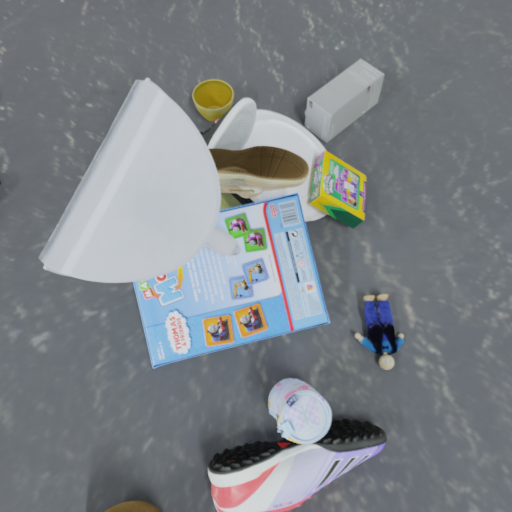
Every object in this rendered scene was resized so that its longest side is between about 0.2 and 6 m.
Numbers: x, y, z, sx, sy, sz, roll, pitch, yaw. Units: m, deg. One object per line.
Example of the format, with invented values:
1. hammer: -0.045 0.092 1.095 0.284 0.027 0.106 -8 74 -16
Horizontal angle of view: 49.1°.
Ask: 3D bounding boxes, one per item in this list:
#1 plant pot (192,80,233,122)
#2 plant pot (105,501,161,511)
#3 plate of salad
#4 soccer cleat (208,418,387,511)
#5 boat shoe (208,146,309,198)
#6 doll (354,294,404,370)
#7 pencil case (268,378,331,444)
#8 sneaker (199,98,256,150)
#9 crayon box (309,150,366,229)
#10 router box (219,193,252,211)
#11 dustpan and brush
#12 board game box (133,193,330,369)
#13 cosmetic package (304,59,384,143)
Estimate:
1. plant pot: -0.915 -3.292 12.201 0.877 0.623 0.877 0 62 1
2. plant pot: -1.878 4.072 7.847 1.303 1.398 1.303 0 61 -1
3. plate of salad: 0.462 -1.774 11.143 2.679 0.643 2.679 15 56 -24
4. soccer cleat: 0.704 3.299 8.640 2.868 0.978 1.049 -10 95 -17
5. boat shoe: -0.118 -1.261 8.775 1.959 0.636 0.707 4 54 15
6. doll: 2.177 1.358 9.893 0.902 0.320 1.322 -3 68 -10
7. pencil case: 0.619 2.332 8.534 0.794 1.750 0.727 -44 89 -6
8. sneaker: -0.902 -2.112 10.062 0.810 2.291 1.136 -12 57 -47
9. crayon box: 1.607 -1.293 10.896 1.073 0.362 1.243 27 50 -20
10. router box: -0.985 -0.871 10.916 1.778 0.591 2.261 -33 67 -17
11. dustpan and brush: -1.067 -0.508 7.590 1.009 3.525 2.460 28 89 43
12. board game box: -0.521 0.398 9.757 3.123 0.571 2.362 -13 88 -8
13. cosmetic package: 1.879 -3.336 12.066 0.776 0.919 1.720 40 70 19
